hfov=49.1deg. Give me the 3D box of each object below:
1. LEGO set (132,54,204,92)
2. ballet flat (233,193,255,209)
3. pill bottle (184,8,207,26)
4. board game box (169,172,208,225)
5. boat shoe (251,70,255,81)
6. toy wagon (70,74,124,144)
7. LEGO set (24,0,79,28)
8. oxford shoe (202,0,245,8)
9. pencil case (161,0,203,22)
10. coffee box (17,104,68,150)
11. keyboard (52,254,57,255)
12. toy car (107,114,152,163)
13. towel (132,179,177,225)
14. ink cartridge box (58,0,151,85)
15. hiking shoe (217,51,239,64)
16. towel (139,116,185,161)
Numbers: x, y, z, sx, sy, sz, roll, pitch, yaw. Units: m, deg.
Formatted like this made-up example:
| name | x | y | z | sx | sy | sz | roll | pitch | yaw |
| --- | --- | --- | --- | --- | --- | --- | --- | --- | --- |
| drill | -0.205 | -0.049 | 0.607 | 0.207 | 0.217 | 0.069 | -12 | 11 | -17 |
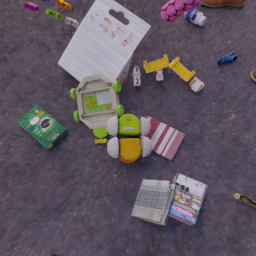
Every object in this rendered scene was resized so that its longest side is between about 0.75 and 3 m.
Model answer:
| name | x | y | z | sx | sy | sz | roll | pitch | yaw |
| --- | --- | --- | --- | --- | --- | --- | --- | --- | --- |
| LEGO set | 1.497 | -2.081 | 10.486 | 2.667 | 0.993 | 1.227 | 5 | 100 | -3 |
| ballet flat | 3.682 | 2.255 | 8.713 | 0.821 | 0.190 | 0.277 | 27 | 68 | 12 |
| pill bottle | 2.828 | -4.650 | 11.685 | 0.850 | 0.509 | 0.509 | 42 | 72 | 17 |
| board game box | 1.710 | 2.155 | 8.531 | 0.985 | 0.598 | 1.236 | 23 | 68 | 10 |
| boat shoe | 5.601 | -2.058 | 10.403 | 1.907 | 0.686 | 0.688 | 5 | 66 | 2 |
| toy wagon | -1.012 | -0.628 | 9.538 | 1.793 | 0.457 | 2.311 | -6 | 94 | 23 |
| LEGO set | -2.087 | -3.449 | 7.938 | 1.502 | 0.573 | 0.617 | 15 | 26 | -24 |
| oxford shoe | 4.056 | -5.669 | 12.049 | 2.028 | 0.723 | 0.723 | 1 | 67 | 2 |
| pencil case | 1.665 | -3.764 | 8.588 | 0.648 | 1.384 | 0.628 | -6 | 87 | -36 |
| coffee box | -2.945 | -0.030 | 9.672 | 1.536 | 0.338 | 0.944 | 37 | 71 | 16 |
| keyboard | -2.220 | 4.039 | 7.918 | 0.447 | 0.170 | 0.860 | 15 | 65 | 7 |
| toy car | 0.007 | 0.368 | 9.040 | 1.371 | 1.174 | 1.566 | 0 | 70 | -8 |
| towel | 0.753 | 2.155 | 8.359 | 1.305 | 0.225 | 1.257 | -1 | 58 | 42 |
| ink cartridge box | -0.826 | -2.824 | 9.948 | 2.383 | 0.704 | 2.977 | 40 | 105 | 17 |
| hiking shoe | 3.874 | -2.675 | 10.886 | 0.868 | 0.323 | 0.376 | -30 | 68 | -13 |
| towel | 1.072 | 0.336 | 9.612 | 1.483 | 0.169 | 1.068 | 28 | 71 | 14 |
